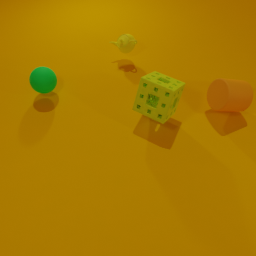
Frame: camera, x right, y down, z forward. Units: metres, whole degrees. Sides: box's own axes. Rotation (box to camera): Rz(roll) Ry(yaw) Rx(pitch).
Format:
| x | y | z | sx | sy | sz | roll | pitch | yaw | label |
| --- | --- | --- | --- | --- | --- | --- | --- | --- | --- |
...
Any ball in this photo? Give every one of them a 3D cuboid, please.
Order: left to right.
| x | y | z | sx | sy | sz | roll | pitch | yaw | label |
| --- | --- | --- | --- | --- | --- | --- | --- | --- | --- |
| -2.567 | -1.450 | 8.494 | 0.812 | 0.812 | 0.812 | 0 | 53 | 0 | ball |

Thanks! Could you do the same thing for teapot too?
| x | y | z | sx | sy | sz | roll | pitch | yaw | label |
| --- | --- | --- | --- | --- | --- | --- | --- | --- | --- |
| -0.130 | -2.886 | 9.488 | 1.062 | 0.520 | 0.661 | 6 | 86 | 33 | teapot |

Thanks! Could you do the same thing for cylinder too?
| x | y | z | sx | sy | sz | roll | pitch | yaw | label |
| --- | --- | --- | --- | --- | --- | --- | --- | --- | --- |
| 2.918 | -0.937 | 8.054 | 0.919 | 0.919 | 0.919 | 0 | 50 | -25 | cylinder |

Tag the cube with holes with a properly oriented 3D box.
| x | y | z | sx | sy | sz | roll | pitch | yaw | label |
| --- | --- | --- | --- | --- | --- | --- | --- | --- | --- |
| 0.856 | -0.871 | 7.739 | 0.966 | 0.966 | 0.966 | 26 | 30 | 18 | cube with holes |
